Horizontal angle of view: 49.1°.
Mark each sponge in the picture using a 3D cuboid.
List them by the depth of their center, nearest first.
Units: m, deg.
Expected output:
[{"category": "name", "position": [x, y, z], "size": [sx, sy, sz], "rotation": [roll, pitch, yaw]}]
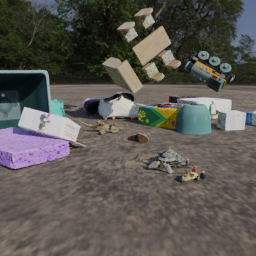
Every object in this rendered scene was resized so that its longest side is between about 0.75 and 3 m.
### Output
[{"category": "sponge", "position": [-3.190, 0.472, 7.807], "size": [2.963, 0.442, 1.653], "rotation": [9, 13, 39]}]

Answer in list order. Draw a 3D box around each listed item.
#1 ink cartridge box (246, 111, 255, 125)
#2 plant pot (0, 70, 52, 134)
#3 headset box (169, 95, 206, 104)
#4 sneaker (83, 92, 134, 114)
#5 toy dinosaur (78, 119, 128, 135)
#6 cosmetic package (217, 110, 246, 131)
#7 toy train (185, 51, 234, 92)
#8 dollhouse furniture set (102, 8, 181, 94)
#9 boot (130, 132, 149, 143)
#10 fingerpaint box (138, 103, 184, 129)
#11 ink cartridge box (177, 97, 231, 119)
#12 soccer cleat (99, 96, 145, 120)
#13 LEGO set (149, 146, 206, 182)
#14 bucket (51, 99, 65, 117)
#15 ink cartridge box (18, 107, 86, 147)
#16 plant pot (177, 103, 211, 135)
[{"category": "ink cartridge box", "position": [5.806, -0.373, 11.713], "size": [0.964, 0.557, 1.321], "rotation": [-7, 13, -30]}, {"category": "plant pot", "position": [-4.384, -0.898, 10.502], "size": [2.255, 2.248, 2.297], "rotation": [-9, 7, -37]}, {"category": "headset box", "position": [3.487, -1.509, 16.773], "size": [1.540, 0.777, 2.072], "rotation": [-4, 12, -19]}, {"category": "sneaker", "position": [-0.914, -1.209, 15.101], "size": [2.833, 1.073, 1.240], "rotation": [-13, 18, -13]}, {"category": "toy dinosaur", "position": [-0.953, 0.002, 10.432], "size": [1.905, 0.555, 0.963], "rotation": [6, -5, -5]}, {"category": "cosmetic package", "position": [4.061, -0.306, 11.055], "size": [0.830, 0.694, 0.690], "rotation": [-2, 12, -11]}, {"category": "toy train", "position": [2.892, -2.034, 10.045], "size": [1.726, 0.984, 0.735], "rotation": [36, -19, 18]}, {"category": "dollhouse furniture set", "position": [0.644, -3.033, 11.802], "size": [2.973, 2.731, 1.935], "rotation": [-39, 29, -7]}, {"category": "boot", "position": [0.501, 0.280, 9.190], "size": [0.837, 0.294, 0.612], "rotation": [9, 14, 40]}, {"category": "fingerpaint box", "position": [1.836, -0.608, 12.257], "size": [1.847, 0.812, 2.213], "rotation": [9, 15, 39]}, {"category": "ink cartridge box", "position": [3.705, -0.984, 13.817], "size": [2.175, 0.917, 1.588], "rotation": [-6, 13, -27]}, {"category": "soccer cleat", "position": [-0.001, -0.984, 13.417], "size": [2.808, 1.089, 0.973], "rotation": [-2, 12, -11]}, {"category": "LEGO set", "position": [1.101, 0.747, 6.444], "size": [1.041, 0.454, 1.603], "rotation": [-9, 15, -40]}, {"category": "bucket", "position": [-3.526, -0.687, 12.165], "size": [1.550, 1.008, 1.550], "rotation": [1, 12, 0]}, {"category": "ink cartridge box", "position": [-2.126, -0.010, 8.260], "size": [1.796, 0.609, 1.034], "rotation": [15, -9, 14]}, {"category": "plant pot", "position": [2.504, -0.385, 10.595], "size": [1.292, 1.037, 1.292], "rotation": [0, 12, 0]}]
